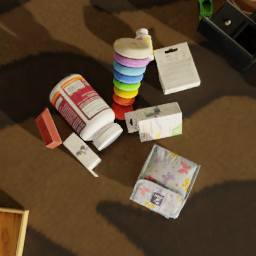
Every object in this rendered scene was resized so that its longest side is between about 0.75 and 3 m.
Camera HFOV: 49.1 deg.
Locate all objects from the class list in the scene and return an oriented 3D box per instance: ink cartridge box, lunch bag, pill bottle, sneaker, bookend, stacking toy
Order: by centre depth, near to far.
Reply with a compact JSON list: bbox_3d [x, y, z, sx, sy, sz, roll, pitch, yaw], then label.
[{"bbox_3d":[1.208,1.800,9.292,1.704,1.277,2.009,26,87,7],"label":"lunch bag"},{"bbox_3d":[-0.032,-1.464,9.379,1.192,2.793,1.192,7,34,-5],"label":"stacking toy"},{"bbox_3d":[-1.448,0.938,9.622,0.528,0.895,1.555,-44,82,-7],"label":"ink cartridge box"},{"bbox_3d":[-1.398,-0.505,9.633,1.416,1.416,2.507,-40,82,-7],"label":"pill bottle"},{"bbox_3d":[0.879,-0.156,9.649,1.833,1.074,0.617,-12,46,0],"label":"ink cartridge box"},{"bbox_3d":[4.313,-3.888,10.259,2.419,1.121,2.434,44,90,6],"label":"bookend"},{"bbox_3d":[1.789,-2.240,10.521,1.371,0.427,1.704,-15,75,-3],"label":"ink cartridge box"},{"bbox_3d":[0.591,-3.092,10.543,0.617,0.617,1.183,-7,79,-1],"label":"pill bottle"},{"bbox_3d":[3.051,-4.925,10.865,0.598,0.675,1.614,-3,78,0],"label":"sneaker"}]

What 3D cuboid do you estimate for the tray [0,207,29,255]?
[{"bbox_3d":[-4.102,3.889,9.305,1.144,0.430,2.320,6,78,1],"label":"tray"}]

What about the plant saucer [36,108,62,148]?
[{"bbox_3d":[-2.756,0.072,9.510,0.230,1.252,1.254,-24,90,-32],"label":"plant saucer"}]

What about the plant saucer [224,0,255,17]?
[{"bbox_3d":[4.837,-5.182,11.097,1.992,0.343,1.992,0,79,1],"label":"plant saucer"}]
